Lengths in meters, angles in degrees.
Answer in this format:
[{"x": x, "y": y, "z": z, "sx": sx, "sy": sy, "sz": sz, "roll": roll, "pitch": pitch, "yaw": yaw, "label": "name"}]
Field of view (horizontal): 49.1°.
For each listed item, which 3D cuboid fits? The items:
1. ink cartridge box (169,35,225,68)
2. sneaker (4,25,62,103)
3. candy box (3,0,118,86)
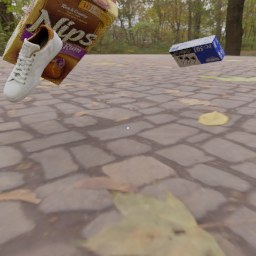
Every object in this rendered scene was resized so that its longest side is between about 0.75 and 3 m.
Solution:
[{"x": 2.244, "y": -2.479, "z": 9.218, "sx": 1.663, "sy": 0.782, "sz": 0.368, "roll": 2, "pitch": 55, "yaw": 49, "label": "ink cartridge box"}, {"x": -2.095, "y": -1.372, "z": 5.767, "sx": 0.639, "sy": 1.755, "sz": 0.743, "roll": 27, "pitch": -10, "yaw": 15, "label": "sneaker"}, {"x": -1.867, "y": -2.588, "z": 7.468, "sx": 1.745, "sy": 2.991, "sz": 0.844, "roll": 23, "pitch": 44, "yaw": -33, "label": "candy box"}]
